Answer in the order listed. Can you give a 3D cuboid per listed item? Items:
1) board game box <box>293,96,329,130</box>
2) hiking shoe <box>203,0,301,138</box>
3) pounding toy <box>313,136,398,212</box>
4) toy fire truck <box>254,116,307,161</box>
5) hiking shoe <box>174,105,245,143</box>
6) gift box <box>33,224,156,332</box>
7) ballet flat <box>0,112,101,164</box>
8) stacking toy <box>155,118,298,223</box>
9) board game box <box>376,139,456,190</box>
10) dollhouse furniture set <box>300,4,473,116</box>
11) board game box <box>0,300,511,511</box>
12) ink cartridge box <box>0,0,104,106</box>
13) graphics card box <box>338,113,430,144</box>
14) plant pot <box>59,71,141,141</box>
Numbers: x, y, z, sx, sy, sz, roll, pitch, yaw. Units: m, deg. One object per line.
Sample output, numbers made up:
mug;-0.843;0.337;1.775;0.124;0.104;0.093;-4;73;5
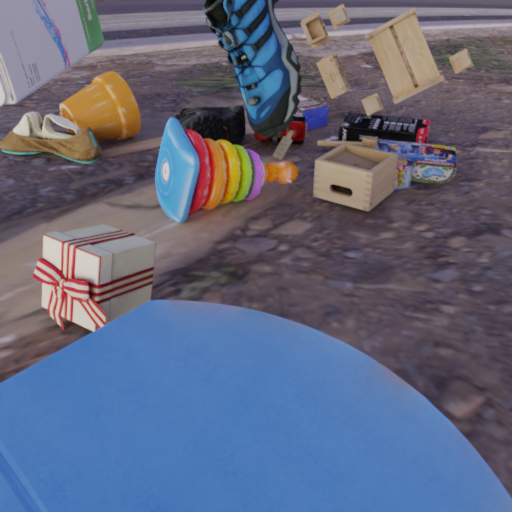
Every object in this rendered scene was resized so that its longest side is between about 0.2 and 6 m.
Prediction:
board game box;1.203;-3.844;15.084;0.945;0.574;1.186;-21;37;-32
hiking shoe;-0.266;-3.805;9.703;1.550;3.576;1.330;-8;-2;-40
pounding toy;1.903;-1.709;11.101;1.681;0.875;1.914;19;35;30
toy fire truck;0.492;-2.837;13.267;1.225;0.896;1.392;8;21;13
hiking shoe;-1.392;-2.882;13.133;1.512;1.138;3.004;4;20;23
gift box;-2.079;0.351;7.320;1.175;1.274;1.189;13;17;30
ballet flat;-4.795;-2.773;12.840;2.690;0.973;0.912;12;34;20
stacking toy;-0.423;-1.577;10.598;2.758;1.514;1.601;-4;44;-28
board game box;3.230;-1.849;11.686;1.734;0.535;1.733;9;32;14
dollhouse furniture set;1.952;-3.245;8.541;2.016;1.719;0.984;-22;15;19
board game box;-0.860;2.563;3.657;5.612;1.093;4.434;-30;46;-34
ink cartridge box;-1.556;-1.288;3.240;0.868;0.503;1.198;1;34;11
graphics card box;3.141;-3.029;13.730;2.072;0.527;1.300;10;32;15
plant pot;-3.830;-3.437;13.508;1.463;1.598;1.598;-30;41;-27
